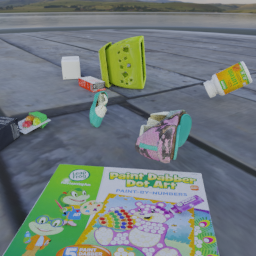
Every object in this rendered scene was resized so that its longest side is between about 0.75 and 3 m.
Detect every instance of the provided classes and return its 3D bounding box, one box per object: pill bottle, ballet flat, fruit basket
[{"bbox_3d":[3.618,-1.714,10.254,1.537,0.854,0.854,-25,16,21],"label":"pill bottle"},{"bbox_3d":[-0.866,-0.650,8.598,0.488,0.467,1.388,-33,38,33],"label":"ballet flat"},{"bbox_3d":[0.804,0.070,6.254,0.988,0.960,2.778,12,14,16],"label":"ballet flat"},{"bbox_3d":[-2.863,-0.119,8.286,0.823,0.416,0.888,18,46,35],"label":"fruit basket"}]

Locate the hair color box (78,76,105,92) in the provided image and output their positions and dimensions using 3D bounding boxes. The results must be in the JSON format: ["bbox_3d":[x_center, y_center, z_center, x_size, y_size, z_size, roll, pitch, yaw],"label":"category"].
[{"bbox_3d":[-1.580,-1.914,12.141,0.642,0.387,1.265,-16,28,-32],"label":"hair color box"}]

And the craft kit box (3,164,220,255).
[{"bbox_3d":[-0.131,1.553,4.198,2.759,0.669,2.725,3,22,5],"label":"craft kit box"}]

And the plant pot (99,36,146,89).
[{"bbox_3d":[-0.209,-2.918,12.503,1.865,2.045,2.055,-2,24,10],"label":"plant pot"}]

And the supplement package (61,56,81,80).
[{"bbox_3d":[-2.836,-3.022,13.996,0.871,0.882,1.455,-4,25,-9],"label":"supplement package"}]

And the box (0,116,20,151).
[{"bbox_3d":[-3.636,0.128,7.359,1.112,0.579,1.013,7,25,15],"label":"box"}]
